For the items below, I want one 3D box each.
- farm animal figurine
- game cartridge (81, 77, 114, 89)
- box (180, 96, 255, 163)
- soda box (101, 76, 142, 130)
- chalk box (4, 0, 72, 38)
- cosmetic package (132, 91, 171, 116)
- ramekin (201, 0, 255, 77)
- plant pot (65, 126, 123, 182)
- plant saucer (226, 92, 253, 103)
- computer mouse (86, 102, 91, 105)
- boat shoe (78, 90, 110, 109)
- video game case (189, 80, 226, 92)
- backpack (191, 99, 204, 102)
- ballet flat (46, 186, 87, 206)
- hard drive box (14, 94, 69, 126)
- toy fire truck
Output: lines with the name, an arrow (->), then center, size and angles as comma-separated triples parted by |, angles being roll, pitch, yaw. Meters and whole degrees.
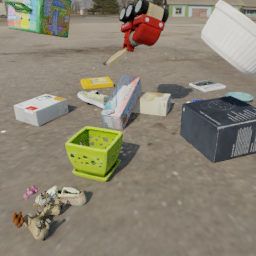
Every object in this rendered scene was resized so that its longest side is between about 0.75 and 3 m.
farm animal figurine -> -1.932, 1.828, 5.950 | 0.887, 0.553, 1.099 | 18, 26, -1
game cartridge -> -1.685, -2.432, 15.026 | 1.567, 0.254, 1.381 | -6, 26, -16
box -> 3.027, -0.055, 8.942 | 1.975, 1.245, 2.009 | -9, 27, -18
soda box -> -0.195, -1.019, 10.647 | 0.787, 0.731, 2.300 | 9, 49, 19
chalk box -> -2.226, -2.784, 6.768 | 0.978, 0.973, 1.572 | 16, 18, 19
cosmetic package -> 0.765, -1.059, 11.685 | 1.891, 0.672, 0.995 | 7, 27, 15
ramekin -> 2.789, -2.172, 7.075 | 2.070, 0.964, 2.070 | 30, 27, -17
plant pot -> -0.853, 0.718, 7.547 | 1.188, 1.084, 1.194 | 9, 27, 19
plant saucer -> 5.160, -1.410, 13.009 | 1.222, 0.167, 1.222 | 0, 26, 0
computer mouse -> -1.804, -1.194, 12.630 | 0.244, 0.142, 0.832 | 10, 17, -13
boat shoe -> -1.408, -1.338, 12.178 | 1.816, 0.563, 0.654 | 23, 17, 26
video game case -> 4.153, -2.214, 14.688 | 1.392, 0.163, 1.266 | -13, 29, -23
backpack -> 2.544, -0.625, 10.600 | 1.049, 0.880, 0.852 | 2, 18, 13
ballet flat -> -1.573, 1.563, 6.575 | 1.208, 0.406, 0.411 | 0, 26, 1
hard drive box -> -3.395, -0.739, 11.084 | 1.274, 0.628, 1.634 | 14, 29, 28
toy fire truck -> 0.154, -2.949, 9.213 | 1.353, 2.103, 1.851 | 10, 5, -27
